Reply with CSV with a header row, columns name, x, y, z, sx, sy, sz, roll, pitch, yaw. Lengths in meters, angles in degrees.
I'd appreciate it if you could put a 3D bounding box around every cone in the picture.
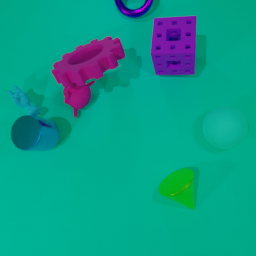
name,x,y,z,sx,sy,sz,roll,pitch,yaw
cone,1.558,1.857,7.628,1.069,1.069,1.073,-36,105,-8

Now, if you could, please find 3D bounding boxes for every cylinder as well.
name,x,y,z,sx,sy,sz,roll,pitch,yaw
cylinder,-2.535,0.161,7.705,0.942,0.942,0.942,-1,85,16

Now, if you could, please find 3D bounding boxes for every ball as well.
name,x,y,z,sx,sy,sz,roll,pitch,yaw
ball,2.635,-0.016,7.613,1.166,1.166,1.166,0,76,0

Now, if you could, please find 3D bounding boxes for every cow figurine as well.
name,x,y,z,sx,sy,sz,roll,pitch,yaw
cow figurine,-3.010,-0.722,8.194,0.506,0.907,0.922,-43,55,-11

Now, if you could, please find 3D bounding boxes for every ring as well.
name,x,y,z,sx,sy,sz,roll,pitch,yaw
ring,0.187,-4.231,8.972,1.304,0.261,1.304,3,110,7

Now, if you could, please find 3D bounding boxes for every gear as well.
name,x,y,z,sx,sy,sz,roll,pitch,yaw
gear,-1.126,-1.914,7.937,2.088,0.386,2.088,-16,35,12

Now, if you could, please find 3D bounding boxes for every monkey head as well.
name,x,y,z,sx,sy,sz,roll,pitch,yaw
monkey head,-1.528,-0.985,8.351,0.756,0.902,1.254,28,89,-31

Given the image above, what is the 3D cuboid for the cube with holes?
name,x,y,z,sx,sy,sz,roll,pitch,yaw
cube with holes,1.341,-2.314,8.014,1.158,1.158,1.158,2,72,13
